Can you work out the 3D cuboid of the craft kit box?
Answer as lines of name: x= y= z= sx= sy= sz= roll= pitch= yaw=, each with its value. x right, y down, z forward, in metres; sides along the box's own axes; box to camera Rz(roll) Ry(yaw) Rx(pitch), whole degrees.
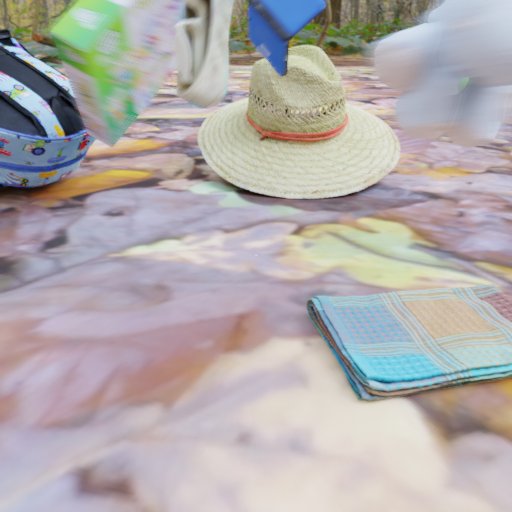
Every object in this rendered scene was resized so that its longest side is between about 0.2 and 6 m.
craft kit box: x=-1.916 y=-3.493 z=8.971 sx=0.666 sy=2.713 sz=2.747 roll=31 pitch=73 yaw=6

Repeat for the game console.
game console: x=0.395 y=-3.190 z=7.676 sx=0.646 sy=0.931 sz=1.091 roll=-21 pitch=57 yaw=-14

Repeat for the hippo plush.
hippo plush: x=2.149 y=-1.823 z=4.791 sx=1.888 sy=1.504 sz=1.518 roll=-48 pitch=13 yaw=-7

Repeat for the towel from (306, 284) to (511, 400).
towel: x=1.996 y=0.818 z=6.221 sx=2.523 sy=0.274 sz=1.850 roll=-5 pitch=24 yaw=-12

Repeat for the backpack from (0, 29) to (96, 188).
backpack: x=-5.184 y=-2.766 z=11.710 sx=3.873 sy=2.605 sz=3.535 roll=29 pitch=32 yaw=11

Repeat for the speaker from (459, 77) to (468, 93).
speaker: x=2.845 y=-2.471 z=8.097 sx=0.542 sy=1.225 sz=0.542 roll=-19 pitch=31 yaw=12

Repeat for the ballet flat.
ballet flat: x=-0.571 y=-2.514 z=5.823 sx=0.631 sy=1.872 sz=0.584 roll=4 pitch=6 yaw=44

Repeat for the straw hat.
straw hat: x=0.869 y=-3.429 z=12.283 sx=4.849 sy=2.052 sz=4.849 roll=0 pitch=41 yaw=0
